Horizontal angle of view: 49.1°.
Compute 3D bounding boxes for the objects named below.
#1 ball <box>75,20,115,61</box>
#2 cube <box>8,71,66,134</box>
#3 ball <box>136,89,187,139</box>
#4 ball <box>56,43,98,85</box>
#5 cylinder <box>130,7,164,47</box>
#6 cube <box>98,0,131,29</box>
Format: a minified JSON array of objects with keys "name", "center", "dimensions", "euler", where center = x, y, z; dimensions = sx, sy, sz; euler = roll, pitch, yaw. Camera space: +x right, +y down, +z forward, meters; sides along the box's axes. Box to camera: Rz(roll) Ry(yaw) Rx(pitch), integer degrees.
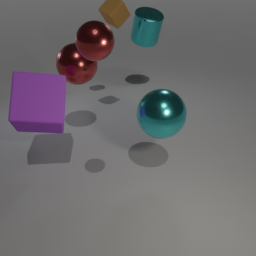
[{"name":"ball","center":[-0.592,-1.561,5.034],"dimensions":[0.700,0.700,0.700],"euler":[0,29,0]},{"name":"cube","center":[-2.538,-0.675,8.090],"dimensions":[1.400,1.400,1.400],"euler":[3,-13,-12]},{"name":"ball","center":[0.937,-0.397,7.860],"dimensions":[1.400,1.400,1.400],"euler":[0,29,0]},{"name":"ball","center":[-1.739,-2.182,9.564],"dimensions":[1.400,1.400,1.400],"euler":[0,29,0]},{"name":"cylinder","center":[0.908,-4.903,13.622],"dimensions":[1.400,1.400,1.400],"euler":[6,48,-7]},{"name":"cube","center":[-0.472,-4.083,9.873],"dimensions":[0.700,0.700,0.700],"euler":[40,88,31]}]
